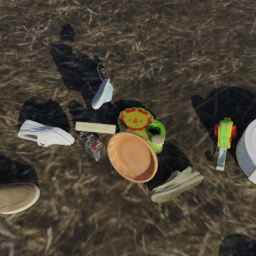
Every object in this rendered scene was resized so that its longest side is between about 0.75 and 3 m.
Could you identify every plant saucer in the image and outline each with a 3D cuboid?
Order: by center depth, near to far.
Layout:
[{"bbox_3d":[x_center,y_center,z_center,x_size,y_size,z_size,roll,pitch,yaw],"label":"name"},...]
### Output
[{"bbox_3d":[0.154,0.829,8.290,1.667,1.667,0.312,29,37,19],"label":"plant saucer"}]

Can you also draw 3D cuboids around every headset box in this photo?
[{"bbox_3d":[-1.261,0.633,10.008,1.097,0.816,0.424,39,63,23],"label":"headset box"}]

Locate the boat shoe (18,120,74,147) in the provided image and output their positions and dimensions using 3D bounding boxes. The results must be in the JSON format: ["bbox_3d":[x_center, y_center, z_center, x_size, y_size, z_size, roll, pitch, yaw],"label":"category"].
[{"bbox_3d":[-3.030,0.353,10.309,2.196,0.808,0.718,13,59,21],"label":"boat shoe"}]

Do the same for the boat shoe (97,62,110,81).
[{"bbox_3d":[-1.120,-2.510,12.495,0.398,0.358,1.105,-17,57,-11],"label":"boat shoe"}]

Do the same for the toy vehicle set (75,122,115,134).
[{"bbox_3d":[-0.959,0.011,8.641,1.103,1.775,0.235,6,88,-4],"label":"toy vehicle set"}]

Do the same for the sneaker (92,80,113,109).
[{"bbox_3d":[-0.695,-0.945,8.533,0.443,0.491,1.197,-19,37,40],"label":"sneaker"}]

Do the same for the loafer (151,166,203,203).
[{"bbox_3d":[1.541,1.840,9.255,1.969,0.745,0.672,-17,55,-23],"label":"loafer"}]

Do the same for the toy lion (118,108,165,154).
[{"bbox_3d":[0.499,-0.034,10.680,1.901,0.653,1.822,11,48,8],"label":"toy lion"}]

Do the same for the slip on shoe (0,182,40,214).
[{"bbox_3d":[-4.199,2.178,8.935,2.579,0.781,0.981,-3,55,-2],"label":"slip on shoe"}]

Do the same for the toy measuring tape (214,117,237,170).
[{"bbox_3d":[3.460,0.412,10.103,0.831,0.831,2.259,17,53,11],"label":"toy measuring tape"}]

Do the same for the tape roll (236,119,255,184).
[{"bbox_3d":[5.233,0.870,9.749,2.676,0.936,2.676,0,55,0],"label":"tape roll"}]
